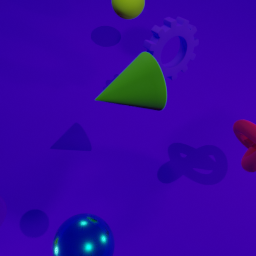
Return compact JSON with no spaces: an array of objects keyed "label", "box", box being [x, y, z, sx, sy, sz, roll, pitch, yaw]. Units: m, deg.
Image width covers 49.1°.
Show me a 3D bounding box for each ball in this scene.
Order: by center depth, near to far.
[{"label":"ball","box":[-0.519,1.386,3.309,0.726,0.726,0.726,0,64,0]},{"label":"ball","box":[0.005,-3.945,8.750,1.037,1.037,1.037,0,64,0]}]

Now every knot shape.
[{"label":"knot shape","box":[3.002,0.364,5.638,2.046,1.915,0.946,6,102,39]}]

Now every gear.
[{"label":"gear","box":[1.104,-2.001,7.236,1.608,1.608,0.297,-31,46,-14]}]

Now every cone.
[{"label":"cone","box":[-0.065,-0.632,4.741,1.054,1.051,1.051,-20,65,-16]}]

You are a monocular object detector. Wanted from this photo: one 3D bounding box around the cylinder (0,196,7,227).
[{"label":"cylinder","box":[-3.286,1.659,5.767,1.095,1.095,1.095,19,63,34]}]
